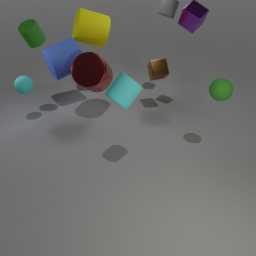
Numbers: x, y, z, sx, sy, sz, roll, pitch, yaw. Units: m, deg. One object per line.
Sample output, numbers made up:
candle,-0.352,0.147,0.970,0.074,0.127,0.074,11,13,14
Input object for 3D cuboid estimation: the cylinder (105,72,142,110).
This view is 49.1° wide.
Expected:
cylinder,-0.107,-0.942,7.163,0.700,0.700,0.700,37,3,-2

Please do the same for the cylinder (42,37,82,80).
cylinder,-2.768,-2.994,12.141,1.400,1.400,1.400,-30,38,-15

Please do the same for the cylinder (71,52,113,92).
cylinder,-1.421,-2.218,11.344,1.400,1.400,1.400,5,1,8

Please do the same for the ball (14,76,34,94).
ball,-4.031,-1.666,10.858,0.700,0.700,0.700,0,30,0

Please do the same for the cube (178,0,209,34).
cube,2.354,-4.019,10.127,0.700,0.700,0.700,40,66,12

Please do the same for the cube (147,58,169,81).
cube,1.265,-2.467,11.869,0.700,0.700,0.700,-10,-3,-9

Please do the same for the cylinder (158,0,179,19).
cylinder,1.684,-5.013,11.637,0.700,0.700,0.700,18,18,-6

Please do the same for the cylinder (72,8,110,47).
cylinder,-1.663,-4.482,12.585,1.400,1.400,1.400,8,26,-22

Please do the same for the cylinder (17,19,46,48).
cylinder,-3.334,-3.275,9.721,0.700,0.700,0.700,-8,56,12

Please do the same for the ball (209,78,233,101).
ball,2.829,-1.163,8.513,0.700,0.700,0.700,0,30,0
